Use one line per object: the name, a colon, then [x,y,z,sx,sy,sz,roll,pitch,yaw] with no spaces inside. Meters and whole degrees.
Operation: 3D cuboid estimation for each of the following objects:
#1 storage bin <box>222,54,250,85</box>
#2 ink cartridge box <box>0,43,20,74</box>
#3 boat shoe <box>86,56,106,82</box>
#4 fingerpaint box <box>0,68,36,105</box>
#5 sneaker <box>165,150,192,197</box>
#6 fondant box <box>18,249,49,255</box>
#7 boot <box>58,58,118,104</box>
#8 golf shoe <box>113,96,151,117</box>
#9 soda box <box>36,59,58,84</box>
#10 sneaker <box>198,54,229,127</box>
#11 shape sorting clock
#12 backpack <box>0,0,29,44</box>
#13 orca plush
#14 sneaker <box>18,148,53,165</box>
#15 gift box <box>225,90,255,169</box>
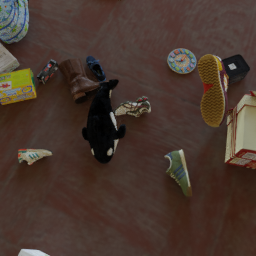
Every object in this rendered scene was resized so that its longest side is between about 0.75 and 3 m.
storage bin: [4.004,-2.263,11.082,1.282,0.601,0.867,-20,68,-8]
ink cartridge box: [-5.691,-2.957,11.446,1.373,0.483,2.300,-42,75,-15]
boat shoe: [-1.250,-2.472,11.246,0.550,0.449,1.308,-35,71,-14]
fingerpaint box: [-4.331,-1.604,10.853,1.339,0.491,1.117,-14,67,-5]
sneaker: [1.670,1.559,9.533,0.726,0.542,1.617,-10,68,5]
fondant box: [-2.391,3.890,7.929,1.134,1.572,0.458,21,68,9]
boot: [-1.616,-2.124,11.053,1.888,0.651,2.025,-21,64,-11]
golf shoe: [0.158,-0.696,10.460,1.427,0.551,0.629,-20,75,-8]
soda box: [-3.202,-2.263,11.210,0.315,0.352,0.995,28,70,14]
sneaker: [3.191,-1.310,9.958,1.146,0.953,2.543,-4,90,-46]
shape sorting clock: [2.217,-2.759,11.488,1.185,0.232,1.185,0,67,0]
backpack: [-4.984,-4.591,11.648,1.758,1.656,2.155,-12,84,10]
orca plush: [-0.808,-0.305,9.627,1.566,1.058,2.977,15,83,8]
sneaker: [-3.257,1.014,9.842,1.223,0.431,0.572,2,84,-1]
gift box: [4.315,0.057,9.275,2.316,2.137,2.162,13,69,2]
